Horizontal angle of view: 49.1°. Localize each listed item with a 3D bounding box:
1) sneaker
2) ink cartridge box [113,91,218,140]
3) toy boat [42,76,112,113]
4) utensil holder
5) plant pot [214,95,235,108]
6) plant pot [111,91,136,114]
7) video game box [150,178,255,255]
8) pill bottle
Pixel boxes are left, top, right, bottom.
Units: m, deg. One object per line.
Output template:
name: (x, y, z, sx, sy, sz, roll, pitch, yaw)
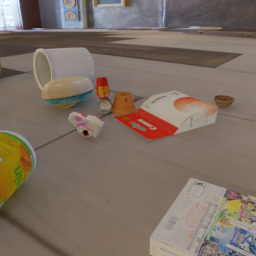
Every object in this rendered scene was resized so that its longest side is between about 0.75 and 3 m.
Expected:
sneaker: (-1.430, -0.083, 8.904, 1.518, 0.670, 0.617, 10, -13, 44)
ink cartridge box: (1.281, -0.578, 10.012, 2.927, 0.734, 2.374, -11, 26, -30)
toy boat: (-1.949, -1.306, 11.182, 2.911, 1.353, 2.447, 5, 19, 29)
utensil holder: (-3.094, -2.900, 13.651, 2.343, 1.991, 1.991, -16, 29, -37)
plant pot: (3.914, -1.053, 11.456, 0.801, 0.370, 0.801, -1, 24, 0)
plant pot: (-0.183, -1.020, 11.013, 0.971, 0.680, 0.971, -1, 25, 0)
video game box: (1.655, 1.805, 5.030, 1.849, 0.475, 2.029, 12, 27, 29)
pill bottle: (-2.964, 1.076, 5.630, 1.284, 1.284, 2.312, 5, 25, 10)
